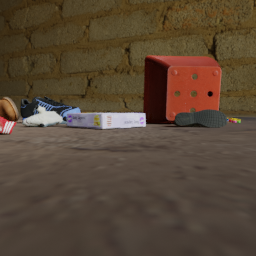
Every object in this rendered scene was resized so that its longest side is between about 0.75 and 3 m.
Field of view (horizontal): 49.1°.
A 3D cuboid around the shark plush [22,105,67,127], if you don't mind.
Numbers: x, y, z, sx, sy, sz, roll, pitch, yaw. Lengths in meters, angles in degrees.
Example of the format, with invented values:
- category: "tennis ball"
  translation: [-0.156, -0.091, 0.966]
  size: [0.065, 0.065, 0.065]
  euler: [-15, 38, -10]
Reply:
- category: "shark plush"
  translation: [-2.546, -0.286, 9.025]
  size: [0.665, 0.725, 1.595]
  euler: [-35, -13, 33]

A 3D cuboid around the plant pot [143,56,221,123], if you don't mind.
- category: "plant pot"
  translation: [2.289, -1.501, 11.523]
  size: [2.981, 2.978, 2.627]
  euler: [0, 11, -4]

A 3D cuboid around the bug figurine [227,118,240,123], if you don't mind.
- category: "bug figurine"
  translation: [4.584, -0.327, 12.419]
  size: [0.864, 0.222, 0.670]
  euler: [3, 6, -45]

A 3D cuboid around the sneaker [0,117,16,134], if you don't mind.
- category: "sneaker"
  translation: [-2.688, -0.112, 5.750]
  size: [0.582, 0.395, 1.008]
  euler: [22, 13, -48]

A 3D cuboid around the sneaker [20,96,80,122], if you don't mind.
- category: "sneaker"
  translation: [-3.284, -0.815, 11.600]
  size: [2.744, 1.069, 0.962]
  euler: [-4, 7, 15]

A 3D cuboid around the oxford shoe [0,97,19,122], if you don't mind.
- category: "oxford shoe"
  translation: [-5.192, -0.514, 10.966]
  size: [2.933, 1.046, 1.045]
  euler: [-5, 20, 44]

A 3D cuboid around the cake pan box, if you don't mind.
- category: "cake pan box"
  translation: [-0.615, -0.232, 8.300]
  size: [1.800, 0.471, 1.658]
  euler: [-3, 6, -44]

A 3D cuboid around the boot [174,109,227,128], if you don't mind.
- category: "boot"
  translation: [2.239, -0.274, 8.833]
  size: [1.597, 0.541, 1.043]
  euler: [2, -2, 12]
